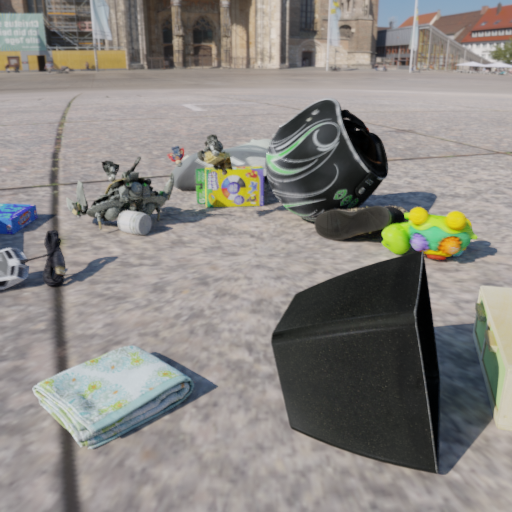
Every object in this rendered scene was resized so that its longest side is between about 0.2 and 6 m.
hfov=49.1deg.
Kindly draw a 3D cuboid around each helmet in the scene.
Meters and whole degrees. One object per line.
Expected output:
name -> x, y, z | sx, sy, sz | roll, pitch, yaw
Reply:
helmet -> 1.494, -2.108, 13.156 | 2.573, 2.699, 2.699 | -29, 4, 33

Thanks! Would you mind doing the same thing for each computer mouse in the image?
computer mouse -> -4.416, 0.223, 9.876 | 2.009, 0.441, 1.102 | -13, 66, -19

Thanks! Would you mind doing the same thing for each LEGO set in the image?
LEGO set -> -2.411, -1.423, 12.692 | 4.036, 1.144, 2.621 | -21, -13, 26

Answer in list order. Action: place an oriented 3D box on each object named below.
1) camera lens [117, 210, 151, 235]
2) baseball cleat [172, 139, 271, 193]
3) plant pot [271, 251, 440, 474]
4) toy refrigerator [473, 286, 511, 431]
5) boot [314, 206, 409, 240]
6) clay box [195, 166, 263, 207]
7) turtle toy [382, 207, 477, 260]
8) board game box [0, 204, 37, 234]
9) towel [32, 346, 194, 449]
camera lens -> -2.736, -0.740, 12.544 | 0.638, 0.510, 0.510 | 11, 24, 27
baseball cleat -> -0.759, -2.311, 15.625 | 3.266, 1.139, 1.738 | -20, 51, 0
plant pot -> 1.153, 1.121, 6.309 | 1.590, 1.793, 1.788 | -5, 19, 20
toy refrigerator -> 3.259, 1.215, 7.102 | 0.774, 0.839, 2.211 | 5, 23, 13
boot -> 2.365, -0.763, 12.357 | 1.834, 0.671, 1.381 | -10, -2, 40
clay box -> -0.686, -1.789, 14.548 | 1.742, 1.001, 0.415 | -3, 20, -7
turtle toy -> 3.416, -0.413, 11.110 | 1.831, 0.926, 1.335 | 8, 0, 28
board game box -> -6.207, -0.888, 13.105 | 1.666, 0.375, 1.267 | 1, 21, 3
towel -> -1.723, 1.606, 6.756 | 1.521, 0.366, 1.302 | -19, 29, -40
